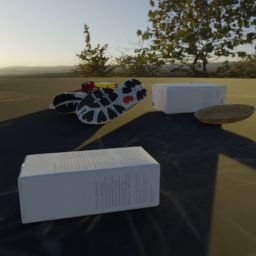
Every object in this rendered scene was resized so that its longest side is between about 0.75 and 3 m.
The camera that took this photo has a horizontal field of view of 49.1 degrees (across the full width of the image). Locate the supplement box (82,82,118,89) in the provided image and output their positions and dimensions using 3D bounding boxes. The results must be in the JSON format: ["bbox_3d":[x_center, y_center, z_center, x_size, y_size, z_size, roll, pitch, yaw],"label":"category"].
[{"bbox_3d":[-1.438,-1.844,14.500,1.694,0.928,0.922,-12,18,-41],"label":"supplement box"}]

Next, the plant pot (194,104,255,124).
[{"bbox_3d":[3.144,-0.449,9.156,1.885,0.259,1.885,-9,14,2],"label":"plant pot"}]

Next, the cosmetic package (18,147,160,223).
[{"bbox_3d":[-0.501,0.687,3.696,1.666,0.594,0.845,-3,13,-13],"label":"cosmetic package"}]

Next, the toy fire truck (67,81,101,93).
[{"bbox_3d":[-1.857,-1.346,12.165,1.275,0.852,1.519,-21,38,-24],"label":"toy fire truck"}]

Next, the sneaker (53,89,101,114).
[{"bbox_3d":[-1.441,-1.007,10.665,2.618,0.965,1.047,3,6,3],"label":"sneaker"}]

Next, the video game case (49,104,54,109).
[{"bbox_3d":[-2.392,-1.023,12.493,1.561,0.188,1.712,4,14,16],"label":"video game case"}]

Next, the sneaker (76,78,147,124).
[{"bbox_3d":[-0.506,-0.691,9.450,2.858,1.152,1.192,-25,-15,-40],"label":"sneaker"}]

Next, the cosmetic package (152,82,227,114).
[{"bbox_3d":[2.456,-1.277,11.525,2.666,1.082,1.504,-4,15,-20],"label":"cosmetic package"}]
